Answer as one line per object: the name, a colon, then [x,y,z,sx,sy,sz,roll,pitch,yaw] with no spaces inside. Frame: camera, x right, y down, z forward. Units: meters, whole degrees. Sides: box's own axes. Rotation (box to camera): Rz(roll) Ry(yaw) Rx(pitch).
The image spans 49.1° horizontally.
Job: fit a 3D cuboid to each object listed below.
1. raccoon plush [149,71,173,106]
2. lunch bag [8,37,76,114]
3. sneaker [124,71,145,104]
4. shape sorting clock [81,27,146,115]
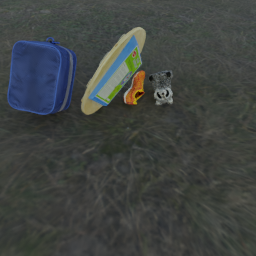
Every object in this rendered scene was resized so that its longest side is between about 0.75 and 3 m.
raccoon plush: [1.317,-1.409,9.675,0.772,1.070,1.597,-5,14,29]
lunch bag: [-2.540,-1.620,8.586,1.551,2.283,1.510,14,12,7]
sneaker: [0.355,-1.369,9.680,0.577,0.546,1.497,11,60,20]
shape sorting clock: [-0.423,-1.648,8.298,0.584,2.977,2.977,41,49,6]
